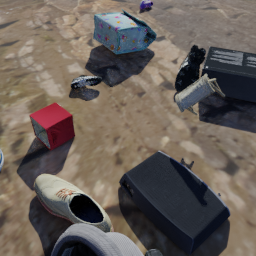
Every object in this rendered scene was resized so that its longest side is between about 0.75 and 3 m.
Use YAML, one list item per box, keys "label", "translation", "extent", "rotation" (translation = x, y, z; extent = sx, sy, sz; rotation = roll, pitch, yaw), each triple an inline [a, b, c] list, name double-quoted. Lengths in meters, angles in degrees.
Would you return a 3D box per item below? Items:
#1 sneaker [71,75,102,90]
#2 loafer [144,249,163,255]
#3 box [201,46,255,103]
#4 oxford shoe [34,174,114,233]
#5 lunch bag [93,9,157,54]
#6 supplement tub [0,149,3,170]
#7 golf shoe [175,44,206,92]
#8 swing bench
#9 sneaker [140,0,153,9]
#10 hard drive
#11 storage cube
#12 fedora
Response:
- label: "sneaker"
  translation: [-1.648, -1.893, 11.014]
  extent: [1.250, 0.415, 0.566]
  rotation: [-12, 46, 2]
- label: "loafer"
  translation: [1.018, 3.414, 5.217]
  extent: [0.846, 0.819, 2.411]
  rotation: [-13, 49, -20]
- label: "box"
  translation: [4.291, -2.062, 10.795]
  extent: [2.746, 1.083, 1.938]
  rotation: [15, 42, 14]
- label: "oxford shoe"
  translation: [-1.381, 1.731, 6.844]
  extent: [2.583, 0.954, 0.914]
  rotation: [26, 49, 25]
- label: "lunch bag"
  translation: [-0.097, -4.604, 13.233]
  extent: [2.439, 1.487, 2.078]
  rotation: [-22, 48, -30]
- label: "supplement tub"
  translation: [-4.428, 0.350, 7.290]
  extent: [1.700, 2.351, 1.700]
  rotation: [0, 43, 0]
- label: "golf shoe"
  translation: [2.435, -2.228, 11.276]
  extent: [0.862, 1.047, 2.216]
  rotation: [31, 72, -2]
- label: "swing bench"
  translation: [2.052, -0.971, 8.148]
  extent: [1.086, 1.080, 0.704]
  rotation: [6, 56, -53]
- label: "sneaker"
  translation: [1.144, -7.536, 17.117]
  extent: [0.504, 0.459, 1.141]
  rotation: [33, 51, 20]
- label: "hard drive"
  translation: [1.148, 1.692, 7.182]
  extent: [1.735, 0.544, 2.572]
  rotation: [-29, 51, -28]
- label: "storage cube"
  translation: [-2.338, -0.061, 8.788]
  extent: [1.081, 0.924, 0.972]
  rotation: [34, 51, 31]
- label: "fedora"
  translation: [-0.304, 3.009, 4.998]
  extent: [1.227, 2.403, 2.718]
  rotation: [2, 47, -47]
